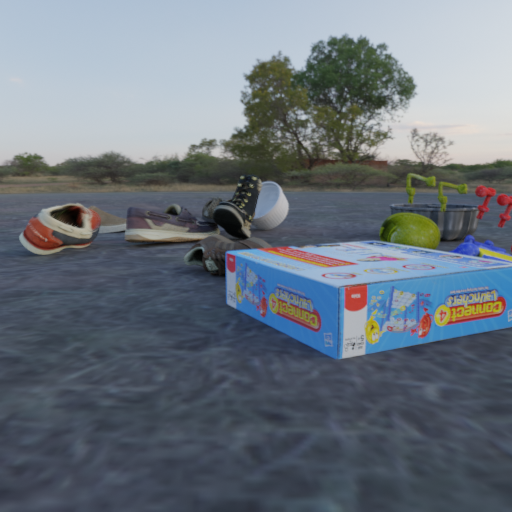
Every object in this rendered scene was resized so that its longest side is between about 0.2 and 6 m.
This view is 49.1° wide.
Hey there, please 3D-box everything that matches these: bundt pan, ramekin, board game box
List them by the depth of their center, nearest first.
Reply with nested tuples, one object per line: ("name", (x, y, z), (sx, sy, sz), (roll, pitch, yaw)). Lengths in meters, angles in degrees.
("board game box", (1.286, 0.369, 6.820), (2.535, 0.724, 2.589), (-5, 10, -26))
("bundt pan", (4.721, -0.896, 14.787), (2.367, 0.888, 2.367), (-1, 8, 0))
("ramekin", (0.287, -1.463, 16.984), (1.446, 1.446, 0.759), (7, -28, 41))

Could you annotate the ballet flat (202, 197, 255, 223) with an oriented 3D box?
("ballet flat", (-0.699, -1.359, 15.551), (0.974, 0.670, 2.890), (15, 13, 18))

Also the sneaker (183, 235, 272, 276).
("sneaker", (-0.450, 0.119, 9.382), (0.764, 0.712, 2.023), (-30, 22, -30))

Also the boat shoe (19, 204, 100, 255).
("boat shoe", (-4.178, -0.741, 12.562), (0.993, 0.873, 2.789), (41, 15, 2))

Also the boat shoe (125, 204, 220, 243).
("boat shoe", (-2.014, -0.826, 13.981), (1.035, 0.933, 2.878), (3, 6, 43))

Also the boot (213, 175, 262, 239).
("boot", (-0.432, -1.394, 13.954), (0.739, 1.545, 2.046), (11, -13, 15))

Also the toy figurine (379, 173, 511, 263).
("toy figurine", (3.195, -0.090, 7.747), (2.609, 1.376, 1.563), (16, 24, -6))

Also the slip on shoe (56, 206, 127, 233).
("slip on shoe", (-4.807, -1.102, 16.582), (2.475, 0.750, 0.941), (2, 9, 13))
